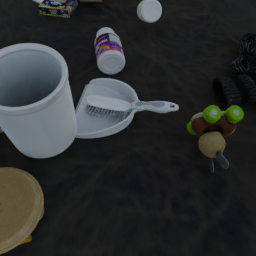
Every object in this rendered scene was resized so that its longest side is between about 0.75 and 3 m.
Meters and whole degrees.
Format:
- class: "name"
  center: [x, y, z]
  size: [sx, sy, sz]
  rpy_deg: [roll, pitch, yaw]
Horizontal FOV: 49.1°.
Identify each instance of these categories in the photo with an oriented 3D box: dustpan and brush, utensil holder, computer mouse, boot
- class: "dustpan and brush"
  center: [-0.114, -0.499, 6.831]
  size: [2.645, 0.757, 1.846]
  rpy_deg: [9, 58, 10]
- class: "utensil holder"
  center: [-1.941, -0.453, 5.844]
  size: [1.653, 1.946, 1.653]
  rpy_deg: [1, 57, -1]
- class: "computer mouse"
  center: [4.669, -1.905, 8.200]
  size: [2.963, 0.781, 2.052]
  rpy_deg: [12, 52, 23]
- class: "boot"
  center: [3.197, -0.756, 7.179]
  size: [1.441, 0.725, 1.927]
  rpy_deg: [-12, 41, -18]

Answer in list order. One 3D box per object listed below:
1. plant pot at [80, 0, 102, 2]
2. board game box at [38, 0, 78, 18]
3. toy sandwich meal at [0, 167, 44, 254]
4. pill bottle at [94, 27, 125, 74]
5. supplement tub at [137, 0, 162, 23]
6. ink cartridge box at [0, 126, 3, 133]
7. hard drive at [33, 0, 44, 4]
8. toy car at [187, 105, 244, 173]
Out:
- class: "plant pot"
  center: [-1.414, -5.142, 10.518]
  size: [1.630, 0.752, 1.630]
  rpy_deg: [0, 21, 0]
- class: "board game box"
  center: [-2.610, -4.597, 10.543]
  size: [1.175, 0.333, 0.972]
  rpy_deg: [10, 53, 8]
- class: "toy sandwich meal"
  center: [-2.559, 1.627, 5.400]
  size: [1.926, 0.660, 1.926]
  rpy_deg: [2, 52, -3]
- class: "pill bottle"
  center: [-0.587, -2.378, 8.453]
  size: [0.810, 0.810, 1.455]
  rpy_deg: [-8, 51, -6]
- class: "supplement tub"
  center: [0.681, -3.874, 9.257]
  size: [0.700, 0.700, 0.966]
  rpy_deg: [-7, 24, -6]
- class: "ink cartridge box"
  center: [-3.664, -0.379, 6.862]
  size: [1.353, 0.764, 1.844]
  rpy_deg: [19, 54, 18]
- class: "hard drive"
  center: [-3.462, -5.170, 11.139]
  size: [0.873, 0.116, 0.576]
  rpy_deg: [32, 58, 24]
- class: "toy car"
  center: [1.943, 0.290, 6.129]
  size: [1.015, 1.057, 1.287]
  rpy_deg: [0, 72, -11]
